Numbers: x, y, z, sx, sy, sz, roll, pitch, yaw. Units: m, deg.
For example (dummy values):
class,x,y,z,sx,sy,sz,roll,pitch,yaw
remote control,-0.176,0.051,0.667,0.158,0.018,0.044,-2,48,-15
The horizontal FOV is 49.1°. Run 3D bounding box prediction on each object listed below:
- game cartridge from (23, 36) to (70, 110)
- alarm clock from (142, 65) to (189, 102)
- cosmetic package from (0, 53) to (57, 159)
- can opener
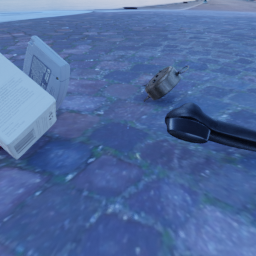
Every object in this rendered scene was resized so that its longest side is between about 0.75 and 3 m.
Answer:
class,x,y,z,sx,sy,sz,roll,pitch,yaw
game cartridge,-2.633,-1.465,8.819,1.579,2.371,0.492,39,45,5
alarm clock,1.420,-1.798,10.438,2.037,0.678,1.374,-26,22,39
cosmetic package,-2.926,-0.484,6.814,1.825,1.504,1.505,40,67,1
can opener,2.246,0.112,7.193,2.753,0.873,1.082,15,65,-8
